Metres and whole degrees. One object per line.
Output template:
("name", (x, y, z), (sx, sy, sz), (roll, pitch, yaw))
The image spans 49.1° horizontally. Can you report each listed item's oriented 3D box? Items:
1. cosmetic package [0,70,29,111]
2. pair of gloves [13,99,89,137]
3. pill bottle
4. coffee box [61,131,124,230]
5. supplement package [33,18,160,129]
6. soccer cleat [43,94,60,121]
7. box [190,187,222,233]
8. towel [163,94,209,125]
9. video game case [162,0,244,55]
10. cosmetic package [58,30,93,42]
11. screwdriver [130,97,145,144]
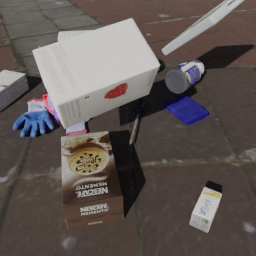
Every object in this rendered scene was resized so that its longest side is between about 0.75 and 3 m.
("cosmetic package", (-5.046, -1.440, 11.015), (1.110, 0.808, 2.183), (12, 40, 14))
("pair of gloves", (-2.549, -0.478, 10.156), (2.946, 0.336, 2.368), (-6, 38, -6))
("pill bottle", (2.462, -2.241, 11.843), (1.038, 1.038, 1.735), (28, 46, 31))
("coffee box", (-0.995, 1.253, 7.373), (1.389, 0.981, 2.457), (-7, 38, -9))
("supplement package", (-0.706, -1.237, 6.512), (2.366, 1.435, 1.417), (-24, 74, -14))
("soccer cleat", (-2.738, -0.770, 10.266), (0.650, 0.606, 1.776), (-2, 33, -19))
("box", (1.903, 1.974, 6.829), (0.459, 0.510, 0.906), (20, 42, 23))
("towel", (2.131, -0.669, 10.424), (1.075, 0.361, 1.456), (-24, 44, -18))
("video game case", (2.729, -3.621, 9.229), (2.675, 0.323, 2.935), (-41, 11, -17))
("cosmetic package", (-1.992, -3.902, 13.662), (2.615, 1.476, 1.061), (-4, 38, -8))
("screwdriver", (0.312, -0.276, 9.928), (0.392, 0.409, 2.813), (5, 41, 8))
